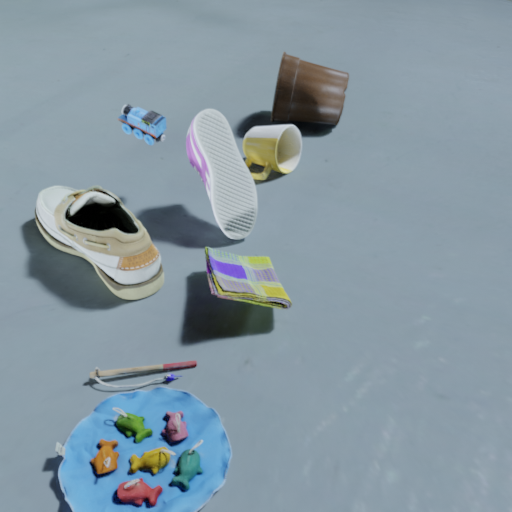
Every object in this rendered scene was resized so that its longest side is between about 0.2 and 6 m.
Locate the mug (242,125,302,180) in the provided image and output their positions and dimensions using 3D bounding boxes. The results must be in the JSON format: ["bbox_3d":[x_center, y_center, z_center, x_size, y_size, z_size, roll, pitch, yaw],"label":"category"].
[{"bbox_3d":[0.210,-2.317,12.053,1.053,1.028,1.283,16,32,33],"label":"mug"}]

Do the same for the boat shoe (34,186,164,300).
[{"bbox_3d":[-2.729,-0.596,9.495,3.390,1.159,1.267,30,46,34],"label":"boat shoe"}]

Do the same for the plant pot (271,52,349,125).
[{"bbox_3d":[1.348,-4.040,13.932,1.698,1.715,1.715,11,37,3],"label":"plant pot"}]

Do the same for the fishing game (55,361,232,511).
[{"bbox_3d":[-1.269,2.174,6.374,1.972,0.428,2.753,-4,36,-10],"label":"fishing game"}]

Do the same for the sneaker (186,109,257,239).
[{"bbox_3d":[-0.674,-1.429,10.258,0.839,2.314,1.319,-15,5,-20],"label":"sneaker"}]

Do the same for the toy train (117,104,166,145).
[{"bbox_3d":[-2.168,-2.533,10.684,1.010,0.577,0.438,28,53,15],"label":"toy train"}]

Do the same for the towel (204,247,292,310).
[{"bbox_3d":[-0.161,0.307,8.546,1.194,0.189,1.663,11,21,-15],"label":"towel"}]
